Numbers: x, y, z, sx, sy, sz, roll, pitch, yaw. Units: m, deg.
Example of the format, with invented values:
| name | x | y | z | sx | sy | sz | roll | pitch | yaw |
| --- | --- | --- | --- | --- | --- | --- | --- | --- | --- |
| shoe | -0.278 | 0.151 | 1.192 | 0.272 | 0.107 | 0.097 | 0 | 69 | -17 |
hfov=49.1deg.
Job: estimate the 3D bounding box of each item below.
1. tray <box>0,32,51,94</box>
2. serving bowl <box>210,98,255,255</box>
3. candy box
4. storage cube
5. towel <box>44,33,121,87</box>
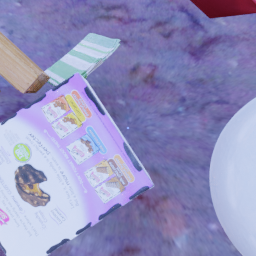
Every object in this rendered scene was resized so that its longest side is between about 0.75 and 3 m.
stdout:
| name | x | y | z | sx | sy | sz | roll | pitch | yaw |
| --- | --- | --- | --- | --- | --- | --- | --- | --- | --- |
| tray | -2.498 | -1.625 | 4.546 | 2.668 | 1.316 | 0.494 | 44 | 88 | -12 |
| serving bowl | 1.948 | 0.535 | 2.687 | 2.311 | 0.760 | 2.311 | -4 | 78 | 21 |
| candy box | -1.091 | 0.621 | 4.179 | 2.261 | 0.809 | 1.896 | -33 | 90 | 0 |
| storage cube | 1.774 | -3.152 | 4.856 | 1.929 | 1.734 | 1.649 | 31 | 97 | -22 |
| towel | -1.108 | -1.551 | 6.393 | 1.708 | 0.200 | 1.303 | -47 | 47 | -16 |
